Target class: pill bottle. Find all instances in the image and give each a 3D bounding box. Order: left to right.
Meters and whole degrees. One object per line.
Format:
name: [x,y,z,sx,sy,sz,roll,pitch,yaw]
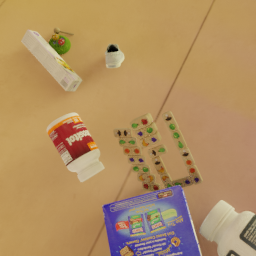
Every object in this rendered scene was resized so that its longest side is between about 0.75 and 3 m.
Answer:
pill bottle: [-1.390,0.541,7.657,0.988,0.988,1.749,-31,83,-11]
pill bottle: [2.990,2.856,6.731,2.327,1.392,1.392,35,72,31]

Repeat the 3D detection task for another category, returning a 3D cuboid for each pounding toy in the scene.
pounding toy: [-2.330,-3.047,9.583,0.766,0.461,0.993,12,70,-1]

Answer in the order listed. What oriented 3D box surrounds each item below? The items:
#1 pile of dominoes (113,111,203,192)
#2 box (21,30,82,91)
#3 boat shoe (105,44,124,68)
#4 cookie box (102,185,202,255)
pile of dominoes: [0.713,0.757,7.420,1.765,0.360,2.264,-22,99,25]
box: [-2.502,-2.202,9.144,2.501,0.484,0.518,46,113,14]
boat shoe: [-0.427,-2.371,8.869,0.570,0.582,1.633,-2,28,3]
cookie box: [0.645,2.880,6.773,2.102,0.923,2.457,-17,68,12]
